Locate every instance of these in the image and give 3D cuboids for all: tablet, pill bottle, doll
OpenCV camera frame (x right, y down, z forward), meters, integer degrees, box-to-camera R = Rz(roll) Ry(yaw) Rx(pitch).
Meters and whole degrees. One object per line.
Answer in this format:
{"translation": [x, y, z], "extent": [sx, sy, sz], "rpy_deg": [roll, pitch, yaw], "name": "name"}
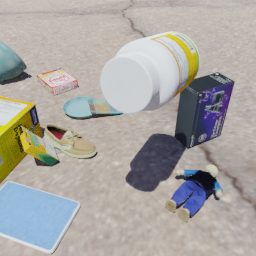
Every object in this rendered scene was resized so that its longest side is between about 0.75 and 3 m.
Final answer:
{"translation": [-2.676, 2.280, 7.456], "extent": [2.434, 0.166, 1.584], "rpy_deg": [13, 39, 15], "name": "tablet"}
{"translation": [0.514, -1.165, 5.788], "extent": [1.385, 1.385, 2.494], "rpy_deg": [18, 29, 22], "name": "pill bottle"}
{"translation": [1.937, 1.657, 7.987], "extent": [1.434, 0.509, 2.102], "rpy_deg": [30, 47, 31], "name": "doll"}

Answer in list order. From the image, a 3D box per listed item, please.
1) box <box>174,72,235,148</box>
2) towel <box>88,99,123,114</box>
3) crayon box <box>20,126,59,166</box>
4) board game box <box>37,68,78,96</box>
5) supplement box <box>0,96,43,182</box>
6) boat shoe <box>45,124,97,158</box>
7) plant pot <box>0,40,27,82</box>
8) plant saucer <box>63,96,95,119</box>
{"translation": [2.532, -0.585, 9.514], "extent": [1.569, 2.223, 0.877], "rpy_deg": [-17, 40, -21], "name": "box"}
{"translation": [-0.919, -0.868, 11.364], "extent": [1.306, 0.142, 0.958], "rpy_deg": [0, 40, -21], "name": "towel"}
{"translation": [-2.857, 0.585, 8.786], "extent": [0.345, 1.338, 0.841], "rpy_deg": [-43, 44, 4], "name": "crayon box"}
{"translation": [-3.316, -2.197, 13.151], "extent": [1.277, 0.390, 1.686], "rpy_deg": [-26, 44, -30], "name": "board game box"}
{"translation": [-4.181, 0.369, 8.877], "extent": [1.475, 1.485, 2.711], "rpy_deg": [13, 40, 15], "name": "supplement box"}
{"translation": [-2.011, 0.411, 9.477], "extent": [2.074, 0.688, 0.768], "rpy_deg": [15, 40, 19], "name": "boat shoe"}
{"translation": [-6.063, -3.055, 13.260], "extent": [2.013, 2.013, 1.349], "rpy_deg": [27, 72, 31], "name": "plant pot"}
{"translation": [-1.877, -0.820, 11.499], "extent": [1.539, 0.211, 1.539], "rpy_deg": [0, 38, 0], "name": "plant saucer"}
